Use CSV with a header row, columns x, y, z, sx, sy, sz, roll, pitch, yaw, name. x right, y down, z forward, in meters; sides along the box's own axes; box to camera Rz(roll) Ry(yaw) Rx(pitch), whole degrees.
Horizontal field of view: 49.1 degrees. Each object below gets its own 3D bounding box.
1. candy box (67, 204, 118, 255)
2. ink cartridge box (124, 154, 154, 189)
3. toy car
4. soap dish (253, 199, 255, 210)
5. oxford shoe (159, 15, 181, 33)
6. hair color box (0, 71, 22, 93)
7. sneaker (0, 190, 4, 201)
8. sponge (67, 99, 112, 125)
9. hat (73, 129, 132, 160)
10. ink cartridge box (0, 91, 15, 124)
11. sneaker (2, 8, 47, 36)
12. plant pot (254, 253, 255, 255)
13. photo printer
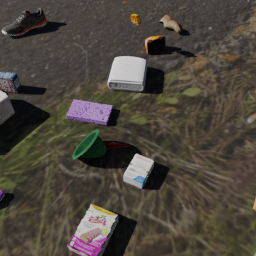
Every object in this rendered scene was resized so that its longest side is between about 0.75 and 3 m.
x,y,z,sx,sy,sz,roll,pitch,yaw,name
-0.899,2.777,7.464,0.863,0.386,1.266,17,51,15,candy box
0.344,1.336,8.720,0.653,0.377,0.895,21,52,17,ink cartridge box
0.924,-4.417,12.725,1.099,2.241,0.746,-38,43,-8,toy car
4.455,2.091,7.920,1.475,0.599,1.161,22,53,19,soap dish
2.181,-5.240,14.450,0.554,0.521,1.480,-36,54,1,oxford shoe
-5.150,-1.876,11.268,1.474,0.737,0.446,8,49,8,hair color box
-4.044,2.040,8.069,0.899,0.397,0.362,-28,38,-25,sneaker
-1.432,-0.600,10.497,1.562,0.233,0.872,10,50,8,sponge
-0.877,0.856,9.180,1.274,1.448,1.199,43,25,-17,hat
-5.478,-0.485,9.916,1.635,0.944,2.240,27,54,21,ink cartridge box
-5.330,-5.494,14.241,2.404,0.984,0.926,-34,57,-26,sneaker
4.036,3.251,6.276,1.957,1.571,1.957,0,49,0,plant pot
0.026,-2.333,11.734,1.499,0.626,1.802,6,50,5,photo printer
